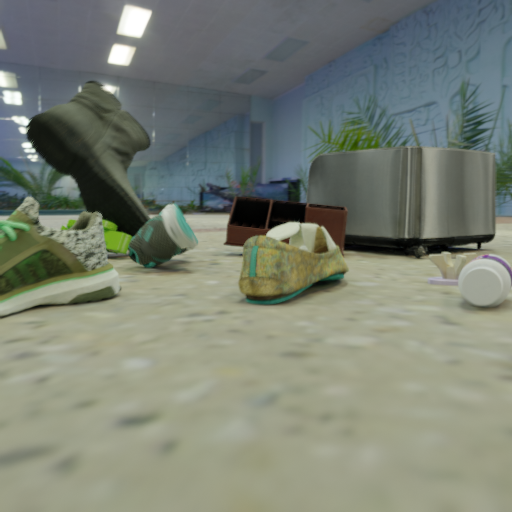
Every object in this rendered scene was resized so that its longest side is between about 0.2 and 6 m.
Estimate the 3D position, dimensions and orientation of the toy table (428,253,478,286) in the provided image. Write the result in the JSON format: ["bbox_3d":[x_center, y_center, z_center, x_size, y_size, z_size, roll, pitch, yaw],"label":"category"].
[{"bbox_3d":[2.500,0.168,7.079,0.659,0.386,0.606,-3,6,-16],"label":"toy table"}]

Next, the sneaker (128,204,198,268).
[{"bbox_3d":[-1.583,-0.264,9.015,1.039,0.884,2.278,-31,1,-7],"label":"sneaker"}]

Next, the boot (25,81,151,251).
[{"bbox_3d":[-2.691,-1.864,11.151,1.131,3.339,2.181,-25,19,39],"label":"boot"}]

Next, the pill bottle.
[{"bbox_3d":[2.291,0.255,5.592,0.482,0.482,0.866,3,6,27],"label":"pill bottle"}]

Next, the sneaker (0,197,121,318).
[{"bbox_3d":[-2.374,-0.020,5.336,0.929,1.070,2.415,4,6,34],"label":"sneaker"}]

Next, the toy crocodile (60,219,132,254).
[{"bbox_3d":[-3.099,-0.291,10.582,1.943,0.656,0.600,4,-18,30],"label":"toy crocodile"}]

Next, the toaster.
[{"bbox_3d":[3.242,-1.187,12.260,3.223,2.115,3.564,-5,8,-36],"label":"toaster"}]

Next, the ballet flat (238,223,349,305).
[{"bbox_3d":[0.522,0.003,6.551,0.863,0.863,2.440,3,6,25],"label":"ballet flat"}]

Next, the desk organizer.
[{"bbox_3d":[0.591,-0.582,10.848,2.295,0.884,0.823,6,11,6],"label":"desk organizer"}]
